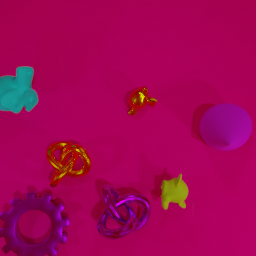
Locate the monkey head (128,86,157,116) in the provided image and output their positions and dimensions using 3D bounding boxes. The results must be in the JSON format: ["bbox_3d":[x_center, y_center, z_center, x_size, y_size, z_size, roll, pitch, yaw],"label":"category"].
[{"bbox_3d":[0.457,-0.832,8.600,0.829,1.153,0.695,29,42,-3],"label":"monkey head"}]

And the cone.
[{"bbox_3d":[2.705,0.202,7.638,1.472,1.477,1.472,4,108,13],"label":"cone"}]

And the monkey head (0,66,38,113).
[{"bbox_3d":[-3.099,-1.108,7.538,1.162,1.928,1.387,28,113,24],"label":"monkey head"}]

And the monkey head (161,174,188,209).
[{"bbox_3d":[1.296,1.857,7.807,0.739,1.226,0.882,-4,31,16],"label":"monkey head"}]

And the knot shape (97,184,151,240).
[{"bbox_3d":[-0.058,2.286,7.636,1.504,0.743,1.607,12,45,-21],"label":"knot shape"}]

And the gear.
[{"bbox_3d":[-2.579,2.727,7.736,1.873,0.346,1.873,1,83,-7],"label":"gear"}]

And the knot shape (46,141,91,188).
[{"bbox_3d":[-1.814,0.910,8.097,1.481,0.684,1.385,-37,52,6],"label":"knot shape"}]
